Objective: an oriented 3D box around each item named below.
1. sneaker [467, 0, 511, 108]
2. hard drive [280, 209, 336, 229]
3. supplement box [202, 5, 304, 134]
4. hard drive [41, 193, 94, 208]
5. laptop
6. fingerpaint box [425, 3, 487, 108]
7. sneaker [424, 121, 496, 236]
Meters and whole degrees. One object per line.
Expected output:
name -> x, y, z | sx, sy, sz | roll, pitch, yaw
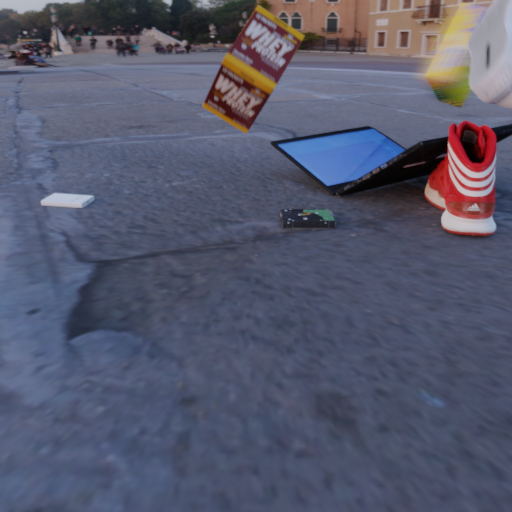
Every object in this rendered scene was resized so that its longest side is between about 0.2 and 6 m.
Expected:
sneaker -> 2.463, -1.943, 5.268 | 0.714, 0.737, 2.018 | 31, 53, -8
hard drive -> 0.950, -0.685, 10.396 | 0.977, 0.185, 0.683 | -1, 23, -1
supplement box -> -0.079, -3.562, 10.838 | 1.049, 1.580, 1.558 | 30, 64, -8
hard drive -> -3.876, -1.140, 11.544 | 0.886, 0.116, 0.584 | 4, 23, 10
laptop -> 3.010, -2.681, 12.459 | 3.522, 2.053, 3.974 | -17, -6, -33
fingerpaint box -> 3.770, -3.666, 10.335 | 0.523, 1.427, 1.190 | 29, 7, 30
sneaker -> 4.040, -1.727, 10.696 | 1.254, 1.849, 3.200 | 2, 24, 4
